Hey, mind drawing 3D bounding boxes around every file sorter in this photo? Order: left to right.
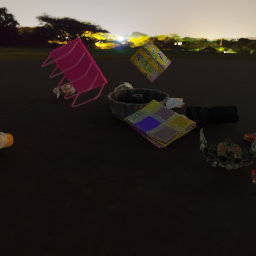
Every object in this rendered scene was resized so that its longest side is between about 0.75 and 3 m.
[{"bbox_3d":[-1.780,-1.761,9.321,1.259,1.811,1.136,-17,34,25],"label":"file sorter"}]

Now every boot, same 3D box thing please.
[{"bbox_3d":[3.072,-0.390,10.101,1.784,0.806,2.177,1,13,6],"label":"boot"}]

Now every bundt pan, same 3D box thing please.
[{"bbox_3d":[0.402,-0.880,11.251,2.443,0.917,2.443,0,23,0],"label":"bundt pan"}]

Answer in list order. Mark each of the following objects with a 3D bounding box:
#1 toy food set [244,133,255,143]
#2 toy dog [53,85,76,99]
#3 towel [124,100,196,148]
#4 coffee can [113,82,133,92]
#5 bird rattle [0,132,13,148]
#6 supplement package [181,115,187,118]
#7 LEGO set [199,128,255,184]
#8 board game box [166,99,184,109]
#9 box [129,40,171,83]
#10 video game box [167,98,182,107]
[{"bbox_3d":[4.114,0.373,8.568,0.904,0.224,1.423,-6,18,-19],"label":"toy food set"},{"bbox_3d":[-3.399,-1.950,15.466,1.106,0.807,1.676,-19,11,-28],"label":"toy dog"},{"bbox_3d":[1.000,-0.198,9.069,1.502,0.238,2.092,-31,42,-21],"label":"towel"},{"bbox_3d":[-0.145,-1.600,13.501,1.036,1.036,1.416,-2,18,-6],"label":"coffee can"},{"bbox_3d":[-4.368,0.461,7.406,2.610,1.470,2.128,-6,1,28],"label":"bird rattle"},{"bbox_3d":[1.558,-0.141,9.697,0.894,0.522,0.524,-3,20,-8],"label":"supplement package"},{"bbox_3d":[2.663,0.857,6.684,1.662,0.725,2.559,-7,32,-16],"label":"LEGO set"},{"bbox_3d":[1.875,-1.013,12.693,1.068,0.138,1.069,-19,20,-6],"label":"board game box"},{"bbox_3d":[0.677,-1.970,8.219,0.937,0.594,0.973,45,30,-4],"label":"box"},{"bbox_3d":[2.070,-1.264,13.733,1.122,0.263,1.022,4,21,12],"label":"video game box"}]
